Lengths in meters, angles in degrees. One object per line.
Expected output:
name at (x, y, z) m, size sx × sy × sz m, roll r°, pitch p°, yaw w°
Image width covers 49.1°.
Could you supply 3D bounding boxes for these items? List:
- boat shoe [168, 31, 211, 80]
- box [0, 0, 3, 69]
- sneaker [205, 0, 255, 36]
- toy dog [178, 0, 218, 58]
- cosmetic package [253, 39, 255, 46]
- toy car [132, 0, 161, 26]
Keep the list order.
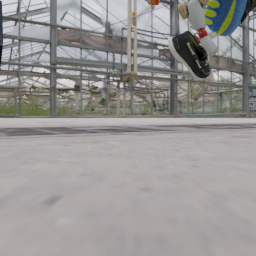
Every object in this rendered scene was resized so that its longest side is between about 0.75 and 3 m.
boat shoe at (1.900, -1.962, 7.768) m, size 0.623 × 0.781 × 2.065 m, roll -18°, pitch -23°, yaw 36°
box at (-3.634, -2.092, 6.223) m, size 1.496 × 2.015 × 1.079 m, roll 4°, pitch -44°, yaw -28°
sneaker at (2.326, -3.001, 5.136) m, size 1.003 × 1.172 × 2.829 m, roll 39°, pitch -26°, yaw 10°
toy dog at (2.629, -3.648, 9.981) m, size 1.547 × 2.346 × 1.130 m, roll 5°, pitch 9°, yaw 34°
cosmetic package at (4.040, -2.612, 7.090) m, size 0.812 × 1.569 × 0.574 m, roll 27°, pitch 14°, yaw -22°
toy car at (0.593, -3.274, 7.667) m, size 0.742 × 0.503 × 1.512 m, roll 1°, pitch -18°, yaw -13°
